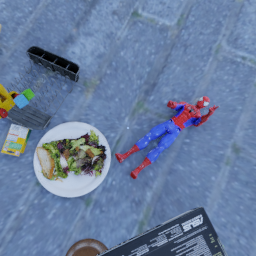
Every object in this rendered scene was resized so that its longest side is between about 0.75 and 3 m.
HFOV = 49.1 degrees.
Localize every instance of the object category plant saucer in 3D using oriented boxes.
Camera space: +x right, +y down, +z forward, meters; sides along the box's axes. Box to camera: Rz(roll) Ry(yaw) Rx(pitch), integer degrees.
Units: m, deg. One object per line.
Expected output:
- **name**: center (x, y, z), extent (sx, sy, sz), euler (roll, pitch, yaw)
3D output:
- **plant saucer**: center (-0.919, 3.110, 6.337), extent (1.138, 0.208, 1.138), euler (0, 70, -1)

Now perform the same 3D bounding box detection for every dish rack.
- **dish rack**: center (-2.425, -1.045, 7.558), extent (1.636, 0.582, 2.133), euler (25, 68, 9)

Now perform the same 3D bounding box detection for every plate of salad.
- **plate of salad**: center (-1.415, 0.726, 7.032), extent (1.958, 0.470, 1.958), euler (0, 70, 0)

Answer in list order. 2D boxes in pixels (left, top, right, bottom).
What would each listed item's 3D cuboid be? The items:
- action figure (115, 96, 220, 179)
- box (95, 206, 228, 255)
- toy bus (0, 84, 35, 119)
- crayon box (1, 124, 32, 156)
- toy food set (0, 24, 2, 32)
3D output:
- **action figure**: center (1.051, -0.032, 6.857), extent (2.879, 1.425, 0.939), euler (-38, 75, -15)
- **box**: center (0.231, 1.680, 2.522), extent (1.677, 0.365, 1.344), euler (-23, 72, -10)
- **toy bus**: center (-2.529, -0.524, 5.228), extent (1.226, 1.299, 0.671), euler (-42, 117, -23)
- **crayon box**: center (-2.906, 0.336, 7.306), extent (0.502, 0.206, 0.798), euler (12, 71, 4)
- **toy food set**: center (-4.749, -2.410, 8.222), extent (2.151, 0.432, 1.485), euler (1, 63, 6)
